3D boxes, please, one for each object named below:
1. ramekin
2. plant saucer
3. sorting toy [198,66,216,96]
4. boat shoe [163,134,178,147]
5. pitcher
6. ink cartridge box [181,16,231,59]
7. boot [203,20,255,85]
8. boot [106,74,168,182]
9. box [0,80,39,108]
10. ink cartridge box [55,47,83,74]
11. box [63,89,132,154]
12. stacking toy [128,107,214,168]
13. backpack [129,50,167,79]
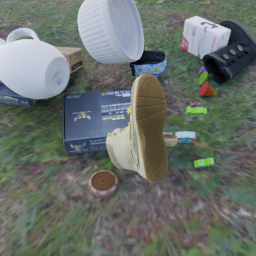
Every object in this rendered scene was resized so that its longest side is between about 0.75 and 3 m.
[{"bbox_3d":[-0.584,-3.431,9.614,1.338,2.549,2.549,-8,39,27],"label":"ramekin"},{"bbox_3d":[-0.646,1.424,7.344,0.881,0.161,0.881,1,44,-1],"label":"plant saucer"},{"bbox_3d":[3.005,-1.701,10.466,0.556,0.560,1.616,21,45,-12],"label":"sorting toy"},{"bbox_3d":[0.556,0.525,7.350,1.769,0.575,0.638,-12,0,41],"label":"boat shoe"},{"bbox_3d":[-3.297,-2.305,9.277,2.996,1.816,2.570,18,63,22],"label":"pitcher"},{"bbox_3d":[3.246,-3.730,11.854,0.774,1.328,1.835,-29,51,-27],"label":"ink cartridge box"},{"bbox_3d":[3.881,-3.161,11.306,2.789,0.915,2.299,-35,70,-28],"label":"boot"},{"bbox_3d":[0.117,-0.021,6.500,0.828,2.275,1.768,-10,8,-29],"label":"boot"},{"bbox_3d":[-4.042,-1.495,10.129,1.942,0.496,1.532,9,46,9],"label":"box"},{"bbox_3d":[-2.945,-2.656,10.777,2.070,0.777,1.705,6,24,6],"label":"ink cartridge box"},{"bbox_3d":[-0.643,-0.296,8.739,2.696,0.688,2.126,-6,45,-7],"label":"box"},{"bbox_3d":[1.194,0.230,7.805,2.334,0.548,1.760,-2,70,-3],"label":"stacking toy"},{"bbox_3d":[0.829,-2.404,10.706,1.310,0.962,1.199,-1,44,14],"label":"backpack"}]
